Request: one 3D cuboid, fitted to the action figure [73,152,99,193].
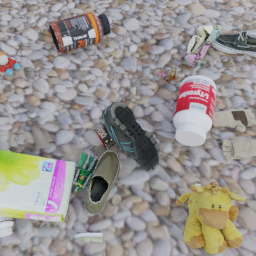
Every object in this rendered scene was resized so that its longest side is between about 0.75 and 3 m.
[{"bbox_3d":[-1.579,1.662,10.133,0.880,0.407,1.490,22,65,3],"label":"action figure"}]

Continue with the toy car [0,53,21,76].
[{"bbox_3d":[-5.513,-3.032,12.564,0.917,0.995,0.880,34,65,18],"label":"toy car"}]

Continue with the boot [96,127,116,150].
[{"bbox_3d":[-0.237,0.406,10.698,1.411,0.686,1.874,-29,63,-16],"label":"boot"}]

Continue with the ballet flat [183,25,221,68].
[{"bbox_3d":[3.401,-4.033,12.935,2.710,0.964,0.937,-56,29,-15],"label":"ballet flat"}]

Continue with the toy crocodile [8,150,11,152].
[{"bbox_3d":[-4.875,1.067,10.274,2.514,0.776,0.849,33,63,7],"label":"toy crocodile"}]

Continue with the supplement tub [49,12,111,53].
[{"bbox_3d":[-2.203,-4.574,13.224,2.679,1.433,1.433,-22,62,-14],"label":"supplement tub"}]

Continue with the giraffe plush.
[{"bbox_3d":[2.650,2.534,8.705,2.046,1.923,2.371,-13,60,-8],"label":"giraffe plush"}]

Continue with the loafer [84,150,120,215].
[{"bbox_3d":[-0.803,1.761,9.706,0.904,0.837,2.403,16,58,-1],"label":"loafer"}]

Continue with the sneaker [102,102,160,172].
[{"bbox_3d":[0.113,0.331,9.923,1.082,1.138,2.871,-41,106,-30],"label":"sneaker"}]

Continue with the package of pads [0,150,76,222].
[{"bbox_3d":[-3.223,1.975,9.305,2.628,0.896,2.030,11,53,-9],"label":"package of pads"}]

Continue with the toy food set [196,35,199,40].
[{"bbox_3d":[3.837,-4.651,13.892,0.656,0.364,1.116,40,67,21],"label":"toy food set"}]

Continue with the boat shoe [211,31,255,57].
[{"bbox_3d":[5.409,-4.099,13.186,2.815,0.998,1.015,12,60,8],"label":"boat shoe"}]

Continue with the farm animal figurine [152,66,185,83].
[{"bbox_3d":[1.771,-2.315,12.369,1.086,0.573,1.099,-29,50,-32],"label":"farm animal figurine"}]

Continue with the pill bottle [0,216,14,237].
[{"bbox_3d":[-4.093,3.002,9.220,0.568,0.568,1.020,-16,61,-9],"label":"pill bottle"}]

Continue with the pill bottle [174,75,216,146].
[{"bbox_3d":[2.579,-0.661,10.889,1.447,1.447,2.579,12,60,7],"label":"pill bottle"}]

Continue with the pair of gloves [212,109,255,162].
[{"bbox_3d":[4.342,0.198,11.007,1.879,0.387,2.210,-9,63,-10],"label":"pair of gloves"}]

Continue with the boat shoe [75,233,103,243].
[{"bbox_3d":[-1.263,3.553,9.042,0.916,0.330,0.284,-1,61,-4],"label":"boat shoe"}]
